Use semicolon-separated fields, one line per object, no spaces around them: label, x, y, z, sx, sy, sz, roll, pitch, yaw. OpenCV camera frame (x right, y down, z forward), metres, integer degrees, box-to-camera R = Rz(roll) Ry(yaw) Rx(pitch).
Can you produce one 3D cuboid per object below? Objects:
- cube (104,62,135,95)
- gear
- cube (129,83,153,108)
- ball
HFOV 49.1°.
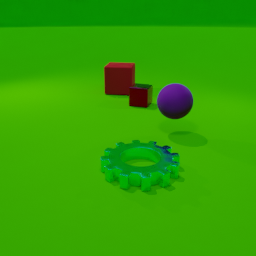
cube;-0.351;-2.264;12.743;1.240;1.240;1.240;3;23;7
gear;0.283;0.795;6.466;1.785;0.330;1.785;0;22;0
cube;0.512;-1.290;11.032;0.760;0.760;0.760;8;23;19
ball;1.358;-0.767;8.104;1.041;1.041;1.041;0;22;0
